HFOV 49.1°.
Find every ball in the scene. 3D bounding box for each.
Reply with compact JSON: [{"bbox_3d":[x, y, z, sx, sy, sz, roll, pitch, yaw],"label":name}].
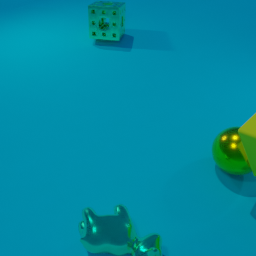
[{"bbox_3d":[2.454,0.509,6.302,1.098,1.098,1.098,0,44,0],"label":"ball"}]

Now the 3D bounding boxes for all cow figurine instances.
[{"bbox_3d":[-0.123,2.002,4.893,1.415,0.776,1.392,4,28,-26],"label":"cow figurine"}]

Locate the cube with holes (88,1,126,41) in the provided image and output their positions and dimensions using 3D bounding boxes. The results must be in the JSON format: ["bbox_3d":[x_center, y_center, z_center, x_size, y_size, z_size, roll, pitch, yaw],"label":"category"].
[{"bbox_3d":[-0.802,-4.243,11.030,1.202,1.202,1.202,7,33,8],"label":"cube with holes"}]

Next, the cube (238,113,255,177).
[{"bbox_3d":[3.126,0.289,5.098,1.350,1.350,1.350,-40,31,-13],"label":"cube"}]
